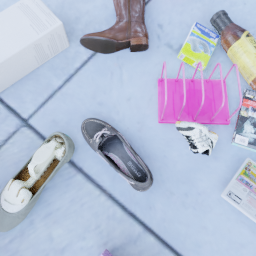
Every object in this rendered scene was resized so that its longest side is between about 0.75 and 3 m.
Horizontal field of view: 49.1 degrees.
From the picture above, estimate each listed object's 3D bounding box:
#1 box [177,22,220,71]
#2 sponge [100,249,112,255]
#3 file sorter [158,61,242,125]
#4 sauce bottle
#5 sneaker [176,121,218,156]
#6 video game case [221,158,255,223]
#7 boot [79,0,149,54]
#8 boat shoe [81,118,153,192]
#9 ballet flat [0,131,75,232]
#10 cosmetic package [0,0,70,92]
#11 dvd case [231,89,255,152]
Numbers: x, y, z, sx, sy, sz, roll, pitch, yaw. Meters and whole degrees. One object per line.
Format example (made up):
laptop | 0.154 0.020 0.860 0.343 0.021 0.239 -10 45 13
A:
box | 2.225 -2.587 8.680 0.905 0.354 1.484 29 71 -5
sponge | 0.189 3.669 6.082 2.345 1.308 0.350 42 76 13
file sorter | 1.910 -0.993 7.733 2.042 1.281 1.419 1 69 0
sauce bottle | 3.420 -2.421 8.445 0.907 0.907 2.749 -24 71 -8
sneaker | 1.774 0.302 7.206 1.614 0.610 0.707 22 84 -38
video game case | 3.365 1.698 7.218 1.451 0.160 1.321 38 73 15
boot | -0.440 -3.584 8.923 2.222 0.766 2.385 0 73 -14
boat shoe | -0.303 0.585 7.464 0.882 0.752 2.638 -41 76 -13
ballet flat | -2.516 1.274 7.124 0.989 0.935 2.935 34 74 14
cosmetic package | -3.396 -2.474 8.295 2.865 1.215 1.541 -38 76 -12
dvd case | 3.790 -0.156 8.029 1.300 0.196 1.781 18 70 6
